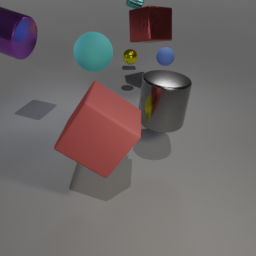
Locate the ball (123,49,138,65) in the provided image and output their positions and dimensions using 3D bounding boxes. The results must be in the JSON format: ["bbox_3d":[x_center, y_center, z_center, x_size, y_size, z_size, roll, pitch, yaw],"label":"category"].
[{"bbox_3d":[0.100,-3.282,12.907,0.700,0.700,0.700,0,32,0],"label":"ball"}]

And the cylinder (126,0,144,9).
[{"bbox_3d":[0.339,-6.144,13.529,0.700,0.700,0.700,13,28,-17],"label":"cylinder"}]

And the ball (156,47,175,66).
[{"bbox_3d":[1.447,-2.756,10.828,0.700,0.700,0.700,0,32,0],"label":"ball"}]

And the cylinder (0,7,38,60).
[{"bbox_3d":[-3.912,-3.091,9.052,1.400,1.400,1.400,20,35,8],"label":"cylinder"}]

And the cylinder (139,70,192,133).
[{"bbox_3d":[1.043,-0.804,8.201,1.400,1.400,1.400,4,31,-3],"label":"cylinder"}]

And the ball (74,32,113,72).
[{"bbox_3d":[-1.244,-2.722,10.070,1.400,1.400,1.400,0,32,0],"label":"ball"}]

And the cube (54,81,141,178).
[{"bbox_3d":[-0.648,0.006,6.591,1.400,1.400,1.400,32,25,-14],"label":"cube"}]

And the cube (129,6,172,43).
[{"bbox_3d":[1.019,-4.627,12.641,1.400,1.400,1.400,-13,18,-36],"label":"cube"}]
